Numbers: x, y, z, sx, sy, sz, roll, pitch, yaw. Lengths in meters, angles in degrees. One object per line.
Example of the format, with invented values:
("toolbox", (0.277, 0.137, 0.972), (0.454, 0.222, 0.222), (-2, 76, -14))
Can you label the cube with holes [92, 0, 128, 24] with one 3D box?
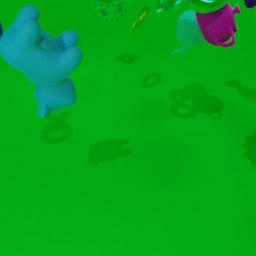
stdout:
("cube with holes", (-0.646, -4.537, 10.414), (0.844, 0.844, 0.844), (23, 64, 28))

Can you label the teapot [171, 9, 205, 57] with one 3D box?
("teapot", (1.755, -2.812, 8.038), (0.851, 1.738, 1.081), (33, 26, 31))

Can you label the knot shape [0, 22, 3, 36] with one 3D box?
("knot shape", (-3.139, -1.853, 5.408), (0.759, 1.643, 1.537), (-30, 52, 18))

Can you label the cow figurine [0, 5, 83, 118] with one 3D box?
("cow figurine", (-1.489, -0.994, 4.789), (1.679, 1.652, 0.922), (24, 38, -41))

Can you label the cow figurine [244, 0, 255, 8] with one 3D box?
("cow figurine", (3.544, -3.372, 7.064), (0.811, 1.454, 1.478), (-41, 1, 2))

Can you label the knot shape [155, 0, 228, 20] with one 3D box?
("knot shape", (1.175, -2.891, 5.901), (1.791, 0.828, 1.676), (20, 58, 19))

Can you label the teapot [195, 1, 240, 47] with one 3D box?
("teapot", (2.163, -2.651, 6.652), (0.920, 1.168, 1.878), (-20, 60, 28))

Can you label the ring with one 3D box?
("ring", (0.344, -3.240, 8.780), (0.244, 1.222, 1.222), (29, 41, -6))
